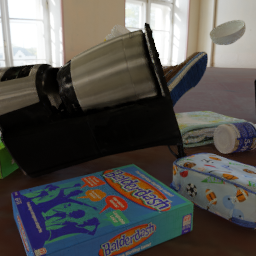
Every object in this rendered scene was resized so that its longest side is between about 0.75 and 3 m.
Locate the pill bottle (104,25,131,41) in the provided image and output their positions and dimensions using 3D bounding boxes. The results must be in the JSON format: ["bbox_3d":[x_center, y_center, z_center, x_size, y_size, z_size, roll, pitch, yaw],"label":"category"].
[{"bbox_3d":[-0.526,-2.775,10.304,1.028,1.798,1.028,23,35,-17],"label":"pill bottle"}]

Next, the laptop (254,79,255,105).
[{"bbox_3d":[5.958,-1.016,9.630,2.625,1.529,2.961,11,19,34],"label":"laptop"}]

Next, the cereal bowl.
[{"bbox_3d":[2.774,-2.580,7.754,0.957,0.399,0.957,-20,32,13],"label":"cereal bowl"}]

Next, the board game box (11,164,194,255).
[{"bbox_3d":[-0.385,1.120,3.779,2.004,0.451,1.524,-9,17,-30],"label":"board game box"}]

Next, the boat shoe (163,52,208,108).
[{"bbox_3d":[1.492,-1.611,9.365,2.941,1.062,1.064,-45,52,-15],"label":"boat shoe"}]

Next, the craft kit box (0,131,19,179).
[{"bbox_3d":[-3.431,0.227,6.768,2.884,0.708,2.920,1,15,13],"label":"craft kit box"}]

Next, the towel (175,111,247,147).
[{"bbox_3d":[1.943,-0.035,7.956,2.279,0.549,1.951,-5,13,-19],"label":"towel"}]

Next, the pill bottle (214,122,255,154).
[{"bbox_3d":[2.713,0.210,6.695,1.147,0.686,0.686,-6,16,-20],"label":"pill bottle"}]

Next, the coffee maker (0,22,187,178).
[{"bbox_3d":[-0.622,-0.117,5.286,2.996,2.878,2.018,-15,8,10],"label":"coffee maker"}]

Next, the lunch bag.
[{"bbox_3d":[1.599,0.881,4.330,1.332,0.628,1.662,-4,16,-41],"label":"lunch bag"}]
